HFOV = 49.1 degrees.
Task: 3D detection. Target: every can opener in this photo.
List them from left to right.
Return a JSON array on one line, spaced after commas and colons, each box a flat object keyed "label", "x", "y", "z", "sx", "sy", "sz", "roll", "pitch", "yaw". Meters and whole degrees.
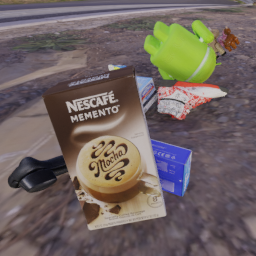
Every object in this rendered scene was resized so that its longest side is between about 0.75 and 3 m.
[{"label": "can opener", "x": -1.574, "y": 0.851, "z": 5.674, "sx": 0.733, "sy": 0.591, "sz": 1.865, "roll": 50, "pitch": 23, "yaw": 12}]

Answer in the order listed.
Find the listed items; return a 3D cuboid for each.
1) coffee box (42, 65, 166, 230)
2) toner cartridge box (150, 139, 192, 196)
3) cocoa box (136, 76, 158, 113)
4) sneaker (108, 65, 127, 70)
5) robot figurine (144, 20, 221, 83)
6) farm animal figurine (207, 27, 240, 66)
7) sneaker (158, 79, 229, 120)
[{"label": "coffee box", "x": -0.286, "y": 0.333, "z": 4.614, "sx": 1.358, "sy": 2.403, "sz": 0.959, "roll": -13, "pitch": 20, "yaw": 5}, {"label": "toner cartridge box", "x": 0.264, "y": 0.655, "z": 5.752, "sx": 1.979, "sy": 0.940, "sz": 0.427, "roll": 15, "pitch": 44, "yaw": 23}, {"label": "cocoa box", "x": 0.246, "y": -0.946, "z": 8.556, "sx": 0.772, "sy": 0.759, "sz": 1.157, "roll": 15, "pitch": 52, "yaw": 39}, {"label": "sneaker", "x": -0.357, "y": -2.450, "z": 11.785, "sx": 0.534, "sy": 0.385, "sz": 1.016, "roll": -34, "pitch": 54, "yaw": -26}, {"label": "robot figurine", "x": 1.967, "y": -2.644, "z": 10.225, "sx": 2.813, "sy": 2.468, "sz": 1.628, "roll": 29, "pitch": 36, "yaw": -14}, {"label": "farm animal figurine", "x": 3.543, "y": -3.638, "z": 12.173, "sx": 2.067, "sy": 1.287, "sz": 2.559, "roll": -41, "pitch": 10, "yaw": 16}, {"label": "sneaker", "x": 1.908, "y": -0.799, "z": 8.411, "sx": 2.100, "sy": 1.125, "sz": 0.701, "roll": 5, "pitch": 8, "yaw": -5}]
